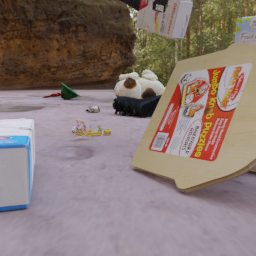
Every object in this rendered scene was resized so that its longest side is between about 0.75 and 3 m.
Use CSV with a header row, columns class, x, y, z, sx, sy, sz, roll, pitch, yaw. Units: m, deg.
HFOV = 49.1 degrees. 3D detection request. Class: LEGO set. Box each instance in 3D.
class,x,y,z,sx,sy,sz,roll,pitch,yaw
LEGO set,-1.003,-0.017,7.423,1.104,0.411,0.508,3,10,18

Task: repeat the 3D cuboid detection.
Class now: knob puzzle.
class,x,y,z,sx,sy,sz,roll,pitch,yaw
knob puzzle,1.267,-0.171,3.925,0.361,2.604,2.604,35,-11,-32

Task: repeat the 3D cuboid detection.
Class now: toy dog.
class,x,y,z,sx,sy,sz,roll,pitch,yaw
toy dog,0.505,-1.902,15.309,2.879,2.009,2.791,-10,41,-46

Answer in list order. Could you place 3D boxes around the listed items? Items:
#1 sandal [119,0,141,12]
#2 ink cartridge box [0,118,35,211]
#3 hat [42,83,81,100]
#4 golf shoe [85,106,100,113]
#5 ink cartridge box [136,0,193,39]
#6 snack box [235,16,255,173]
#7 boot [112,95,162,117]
class,x,y,z,sx,sy,sz,roll,pitch,yaw
sandal,0.059,-3.366,6.732,2.407,0.515,0.915,31,-4,12
ink cartridge box,-1.983,0.396,3.759,1.372,0.792,1.880,-3,10,-15
hat,-4.971,-2.286,21.603,2.096,1.845,1.736,37,0,34
golf shoe,-1.596,-0.805,12.713,0.831,0.321,0.366,2,24,46
ink cartridge box,0.709,-2.286,5.664,0.417,0.735,1.008,-16,37,-42
snack box,2.578,-0.581,4.841,1.994,2.365,0.800,-9,13,-42
boot,0.577,-1.009,11.952,2.198,0.813,1.801,-19,23,-39
